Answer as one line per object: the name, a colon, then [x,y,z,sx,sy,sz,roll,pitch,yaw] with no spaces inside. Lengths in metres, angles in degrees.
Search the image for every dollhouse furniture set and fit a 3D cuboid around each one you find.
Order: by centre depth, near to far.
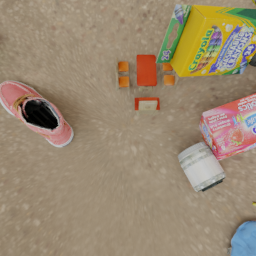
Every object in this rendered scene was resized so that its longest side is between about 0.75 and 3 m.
dollhouse furniture set: [0.582,-1.432,8.632,1.962,1.011,1.941,-1,70,0]

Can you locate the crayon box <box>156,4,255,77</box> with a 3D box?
crayon box: [2.449,-2.422,8.006,2.920,1.836,0.753,-7,50,-22]

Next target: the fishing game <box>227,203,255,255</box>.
fishing game: [3.518,3.357,7.246,1.883,0.409,2.629,17,63,6]

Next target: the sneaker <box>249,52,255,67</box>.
sneaker: [5.416,-2.355,8.964,2.882,1.081,1.665,-29,75,-11]

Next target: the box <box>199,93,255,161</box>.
box: [3.445,-0.131,7.821,2.601,1.297,1.242,-20,70,3]

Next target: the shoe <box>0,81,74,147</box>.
shoe: [-2.854,-0.654,8.166,2.969,1.350,1.061,39,74,13]

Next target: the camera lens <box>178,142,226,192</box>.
camera lens: [2.035,1.099,7.748,0.944,0.944,1.181,-25,71,-9]

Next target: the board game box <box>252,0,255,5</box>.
board game box: [5.432,-4.508,10.050,1.343,0.461,1.624,-25,72,-7]
